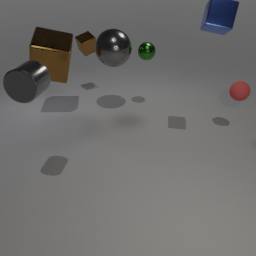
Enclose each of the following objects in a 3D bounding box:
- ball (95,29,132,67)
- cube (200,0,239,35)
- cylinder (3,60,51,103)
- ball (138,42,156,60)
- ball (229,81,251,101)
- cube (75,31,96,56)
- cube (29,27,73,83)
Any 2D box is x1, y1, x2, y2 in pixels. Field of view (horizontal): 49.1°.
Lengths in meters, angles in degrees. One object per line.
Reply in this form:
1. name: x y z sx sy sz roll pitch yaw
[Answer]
1. ball: -0.556 -3.023 10.608 1.400 1.400 1.400 0 30 0
2. cube: 2.382 -2.926 7.355 0.700 0.700 0.700 13 7 1
3. cylinder: -2.037 -0.951 5.704 0.700 0.700 0.700 4 28 7
4. ball: 0.733 -3.008 10.981 0.700 0.700 0.700 0 30 0
5. ball: 3.967 -1.308 9.930 0.700 0.700 0.700 0 30 0
6. cube: -1.856 -3.804 12.626 0.700 0.700 0.700 -31 55 -15
7. cube: -2.893 -2.745 10.600 1.400 1.400 1.400 7 46 -13
